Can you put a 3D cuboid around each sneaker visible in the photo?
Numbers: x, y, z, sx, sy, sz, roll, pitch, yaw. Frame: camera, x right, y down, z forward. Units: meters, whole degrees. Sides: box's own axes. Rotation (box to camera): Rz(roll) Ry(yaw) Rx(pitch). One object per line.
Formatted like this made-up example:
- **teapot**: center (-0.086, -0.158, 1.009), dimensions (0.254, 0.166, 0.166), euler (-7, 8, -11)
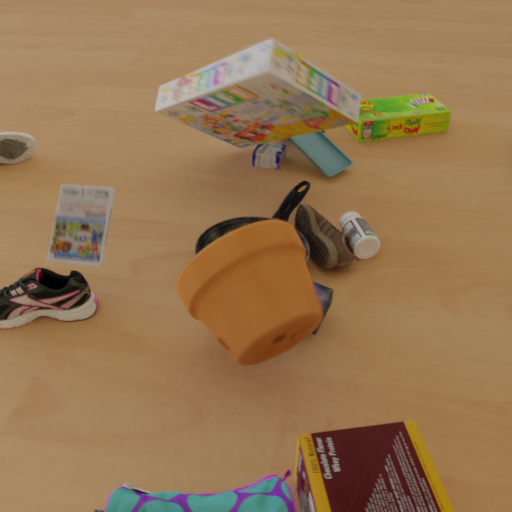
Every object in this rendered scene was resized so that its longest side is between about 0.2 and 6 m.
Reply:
- **sneaker**: center (1.377, -0.367, 11.389), dimensions (0.733, 0.684, 1.941), euler (6, 37, -25)
- **sneaker**: center (-3.912, 0.612, 9.762), dimensions (2.136, 0.922, 0.858), euler (-7, 37, -8)
- **sneaker**: center (-6.730, -2.816, 14.241), dimensions (2.154, 0.839, 1.070), euler (-13, 37, -17)

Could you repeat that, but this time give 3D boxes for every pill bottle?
- **pill bottle**: center (2.073, -0.438, 11.382), dimensions (0.568, 0.568, 1.004), euler (-8, 39, -10)

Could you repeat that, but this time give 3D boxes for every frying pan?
- **frying pan**: center (-0.019, -0.483, 11.444), dimensions (2.204, 0.593, 3.643), euler (4, 36, 3)

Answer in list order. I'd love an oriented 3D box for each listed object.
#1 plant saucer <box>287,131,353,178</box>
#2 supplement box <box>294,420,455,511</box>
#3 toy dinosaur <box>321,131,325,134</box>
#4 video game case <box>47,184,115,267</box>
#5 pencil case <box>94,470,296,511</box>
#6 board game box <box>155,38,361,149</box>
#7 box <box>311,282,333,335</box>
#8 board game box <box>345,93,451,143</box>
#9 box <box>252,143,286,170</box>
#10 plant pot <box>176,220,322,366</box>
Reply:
- **plant saucer**: center (1.298, -2.923, 14.082), dimensions (0.871, 0.236, 2.491), euler (-32, 69, -27)
- **supplement box**: center (1.355, 2.960, 6.692), dimensions (1.523, 1.011, 1.502), euler (-5, 38, -7)
- **toy dinosaur**: center (1.061, -3.533, 15.261), dimensions (1.271, 0.956, 2.485), euler (12, 45, 34)
- **video game case**: center (-2.961, -0.524, 9.494), dimensions (0.974, 0.123, 1.360), euler (5, 79, 9)
- **pencil case**: center (-0.669, 3.130, 6.507), dimensions (2.270, 0.966, 1.049), euler (-2, 61, -4)
- **board game box**: center (-0.070, -3.399, 12.481), dimensions (2.663, 0.678, 3.961), euler (16, -10, -39)
- **box**: center (0.831, 0.820, 9.557), dimensions (0.742, 0.461, 0.748), euler (21, 56, 17)
- **board game box**: center (3.900, -3.907, 15.745), dimensions (2.673, 0.636, 1.358), euler (-9, 39, -11)
- **box**: center (0.333, -2.554, 14.235), dimensions (0.733, 0.385, 0.674), euler (10, 38, 13)
- **plant pot**: center (0.030, 0.660, 8.367), dimensions (2.064, 2.064, 1.444), euler (-19, 63, -23)
